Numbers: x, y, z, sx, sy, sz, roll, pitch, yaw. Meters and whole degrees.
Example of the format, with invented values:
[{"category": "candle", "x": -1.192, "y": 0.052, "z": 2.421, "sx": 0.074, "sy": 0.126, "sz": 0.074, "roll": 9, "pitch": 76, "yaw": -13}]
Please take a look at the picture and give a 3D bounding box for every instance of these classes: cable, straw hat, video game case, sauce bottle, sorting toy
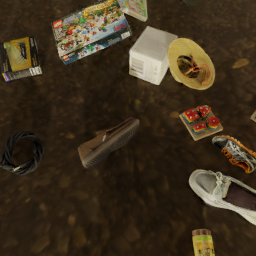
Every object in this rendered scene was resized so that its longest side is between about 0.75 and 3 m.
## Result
[{"category": "cable", "x": -2.984, "y": 0.650, "z": 8.045, "sx": 1.117, "sy": 0.348, "sz": 1.369, "roll": 12, "pitch": 58, "yaw": 7}, {"category": "straw hat", "x": 1.899, "y": -1.961, "z": 9.403, "sx": 1.935, "sy": 0.819, "sz": 1.935, "roll": 9, "pitch": 70, "yaw": -25}, {"category": "video game case", "x": -0.224, "y": -5.609, "z": 11.507, "sx": 2.175, "sy": 0.263, "sz": 2.389, "roll": 15, "pitch": 54, "yaw": -23}, {"category": "sauce bottle", "x": 1.796, "y": 3.090, "z": 6.435, "sx": 0.460, "sy": 0.460, "sz": 1.422, "roll": -2, "pitch": 58, "yaw": -2}, {"category": "sorting toy", "x": 2.274, "y": -0.250, "z": 8.614, "sx": 0.986, "sy": 0.345, "sz": 0.992, "roll": -19, "pitch": 59, "yaw": -12}]

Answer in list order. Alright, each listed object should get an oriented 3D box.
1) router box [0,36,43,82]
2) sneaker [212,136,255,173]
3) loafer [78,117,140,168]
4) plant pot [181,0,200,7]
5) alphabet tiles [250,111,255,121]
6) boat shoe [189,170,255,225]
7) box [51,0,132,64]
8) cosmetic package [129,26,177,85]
[{"category": "router box", "x": -3.836, "y": -2.491, "z": 9.989, "sx": 1.267, "sy": 0.421, "sz": 1.611, "roll": -16, "pitch": 59, "yaw": -10}, {"category": "sneaker", "x": 3.002, "y": 0.719, "z": 7.896, "sx": 1.421, "sy": 0.556, "sz": 0.549, "roll": 32, "pitch": 68, "yaw": 18}, {"category": "loafer", "x": -0.569, "y": 0.253, "z": 8.042, "sx": 2.086, "sy": 0.762, "sz": 0.740, "roll": -34, "pitch": 64, "yaw": -20}, {"category": "plant pot", "x": 2.489, "y": -5.773, "z": 11.471, "sx": 1.107, "sy": 1.248, "sz": 1.245, "roll": -48, "pitch": 65, "yaw": 22}, {"category": "alphabet tiles", "x": 5.233, "y": -0.273, "z": 8.791, "sx": 2.135, "sy": 0.081, "sz": 1.785, "roll": 38, "pitch": 65, "yaw": 22}, {"category": "boat shoe", "x": 2.726, "y": 1.701, "z": 7.124, "sx": 2.369, "sy": 0.760, "sz": 0.873, "roll": 29, "pitch": 62, "yaw": 17}, {"category": "box", "x": -1.318, "y": -3.464, "z": 9.807, "sx": 2.531, "sy": 0.477, "sz": 1.729, "roll": -22, "pitch": 63, "yaw": 5}, {"category": "cosmetic package", "x": 0.850, "y": -2.472, "z": 9.549, "sx": 1.143, "sy": 1.142, "sz": 1.385, "roll": 24, "pitch": 62, "yaw": 13}]
